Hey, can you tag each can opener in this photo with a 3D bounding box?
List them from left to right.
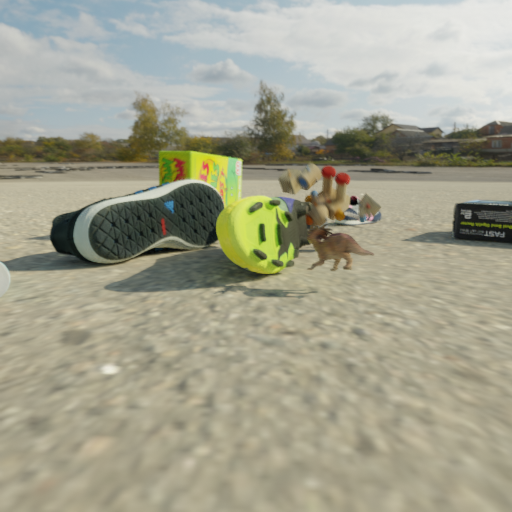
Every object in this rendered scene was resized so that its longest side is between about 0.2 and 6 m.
[{"bbox_3d":[0.716,-0.462,10.478,1.428,0.477,0.381,-5,11,-28],"label":"can opener"}]

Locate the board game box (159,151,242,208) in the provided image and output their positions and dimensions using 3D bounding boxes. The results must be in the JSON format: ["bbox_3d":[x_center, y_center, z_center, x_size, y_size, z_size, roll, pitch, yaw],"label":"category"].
[{"bbox_3d":[-1.173,-1.473,12.682,0.743,1.585,3.120,4,8,17],"label":"board game box"}]

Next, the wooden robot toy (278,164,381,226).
[{"bbox_3d":[1.100,-0.987,9.921,2.087,0.919,0.947,30,59,31],"label":"wooden robot toy"}]

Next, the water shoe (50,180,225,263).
[{"bbox_3d":[-1.858,-0.655,9.453,1.335,1.210,3.384,3,9,33],"label":"water shoe"}]

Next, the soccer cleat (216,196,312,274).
[{"bbox_3d":[-0.049,-0.325,8.242,1.378,1.065,3.294,-4,5,18],"label":"soccer cleat"}]

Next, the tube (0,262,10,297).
[{"bbox_3d":[-3.357,0.194,6.808,0.713,0.464,1.840,5,2,-30],"label":"tube"}]

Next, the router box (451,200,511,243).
[{"bbox_3d":[5.288,-0.688,11.075,2.338,0.726,1.752,6,11,34],"label":"router box"}]

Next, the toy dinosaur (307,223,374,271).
[{"bbox_3d":[0.909,-0.135,6.543,0.879,0.596,0.377,-5,-8,34],"label":"toy dinosaur"}]

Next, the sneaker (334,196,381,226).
[{"bbox_3d":[2.596,-1.158,13.966,0.605,0.708,1.725,8,13,41],"label":"sneaker"}]
